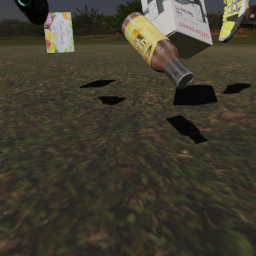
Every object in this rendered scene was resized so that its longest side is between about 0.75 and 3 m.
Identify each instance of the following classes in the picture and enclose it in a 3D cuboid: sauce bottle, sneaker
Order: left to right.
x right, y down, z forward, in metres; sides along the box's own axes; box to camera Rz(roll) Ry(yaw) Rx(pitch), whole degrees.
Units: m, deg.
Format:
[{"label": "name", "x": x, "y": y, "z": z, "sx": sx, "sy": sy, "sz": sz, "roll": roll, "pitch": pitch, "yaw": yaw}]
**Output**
[{"label": "sneaker", "x": -2.548, "y": -3.195, "z": 7.017, "sx": 0.831, "sy": 0.874, "sz": 2.204, "roll": -4, "pitch": -15, "yaw": -2}, {"label": "sauce bottle", "x": 0.539, "y": -1.457, "z": 5.219, "sx": 0.592, "sy": 0.592, "sz": 1.828, "roll": -13, "pitch": 53, "yaw": -32}, {"label": "sneaker", "x": 3.515, "y": -4.076, "z": 9.332, "sx": 0.919, "sy": 2.405, "sz": 0.907, "roll": 21, "pitch": 21, "yaw": 7}]

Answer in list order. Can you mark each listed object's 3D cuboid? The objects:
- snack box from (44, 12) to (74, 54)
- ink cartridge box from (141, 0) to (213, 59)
[{"label": "snack box", "x": -2.834, "y": -3.893, "z": 11.534, "sx": 1.107, "sy": 1.557, "sz": 0.412, "roll": -6, "pitch": 10, "yaw": -11}, {"label": "ink cartridge box", "x": 1.388, "y": -3.523, "z": 8.284, "sx": 1.843, "sy": 2.514, "sz": 1.044, "roll": 1, "pitch": -14, "yaw": -42}]
